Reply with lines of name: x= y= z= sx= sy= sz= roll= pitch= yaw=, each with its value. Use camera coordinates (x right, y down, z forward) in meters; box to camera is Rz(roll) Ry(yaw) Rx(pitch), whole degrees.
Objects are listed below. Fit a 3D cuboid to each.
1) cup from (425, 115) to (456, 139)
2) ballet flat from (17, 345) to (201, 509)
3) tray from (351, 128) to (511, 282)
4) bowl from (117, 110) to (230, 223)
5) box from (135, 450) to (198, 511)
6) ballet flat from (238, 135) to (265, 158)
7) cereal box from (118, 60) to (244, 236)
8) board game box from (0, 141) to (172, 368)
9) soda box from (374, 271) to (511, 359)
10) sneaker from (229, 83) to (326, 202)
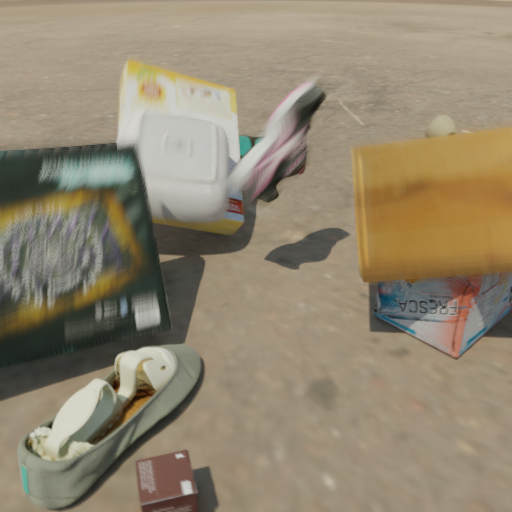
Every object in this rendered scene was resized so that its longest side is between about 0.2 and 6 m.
cup: x=4.890 y=-3.206 z=14.591 sx=0.760 sy=0.760 sz=0.543 roll=-12 pitch=47 yaw=-19
ballet flat: x=-1.470 y=1.569 z=6.224 sx=0.901 sy=0.851 sz=2.673 roll=14 pitch=33 yaw=26
tray: x=2.828 y=-0.650 z=6.586 sx=3.269 sy=1.612 sz=0.605 roll=-5 pitch=-16 yaw=16
bowl: x=-1.321 y=-1.564 z=9.089 sx=1.944 sy=0.727 sz=1.947 roll=7 pitch=61 yaw=-13
box: x=-0.832 y=2.270 z=5.268 sx=0.509 sy=0.620 sz=0.514 roll=-8 pitch=31 yaw=-13
ballet flat: x=-0.116 y=-2.751 z=14.059 sx=1.713 sy=0.577 sz=0.546 roll=-6 pitch=4 yaw=-12
cereal box: x=-1.396 y=-1.981 z=10.266 sx=2.219 sy=0.610 sz=3.085 roll=9 pitch=62 yaw=-25
board game box: x=-3.009 y=0.033 z=6.601 sx=3.734 sy=2.526 sz=0.526 roll=-10 pitch=1 yaw=-29
soda box: x=3.628 y=-0.117 z=8.632 sx=4.157 sy=1.321 sz=1.422 roll=-25 pitch=38 yaw=-36
sneaker: x=0.464 y=-1.517 z=7.885 sx=0.770 sy=1.784 sz=0.717 roll=39 pitch=15 yaw=11
